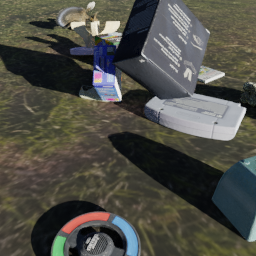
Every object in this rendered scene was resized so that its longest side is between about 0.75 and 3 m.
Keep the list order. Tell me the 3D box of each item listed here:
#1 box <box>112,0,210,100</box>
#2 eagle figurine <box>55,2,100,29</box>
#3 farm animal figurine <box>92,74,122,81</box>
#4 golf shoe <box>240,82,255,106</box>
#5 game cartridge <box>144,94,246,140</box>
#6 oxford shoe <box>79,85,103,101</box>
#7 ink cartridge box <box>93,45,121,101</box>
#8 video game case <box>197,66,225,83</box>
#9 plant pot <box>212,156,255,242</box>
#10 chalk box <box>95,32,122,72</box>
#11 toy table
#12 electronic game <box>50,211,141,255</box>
[{"bbox_3d":[1.044,-2.381,8.284,1.360,2.277,2.316,0,66,49],"label":"box"},{"bbox_3d":[-3.460,-7.604,19.456,2.643,2.005,1.995,10,53,7],"label":"eagle figurine"},{"bbox_3d":[-0.859,-2.376,12.020,0.994,0.619,1.231,-22,38,-31],"label":"farm animal figurine"},{"bbox_3d":[5.045,-0.906,9.410,1.254,1.010,2.579,-4,33,-17],"label":"golf shoe"},{"bbox_3d":[2.132,-0.500,9.129,2.928,0.608,1.950,17,40,25],"label":"game cartridge"},{"bbox_3d":[-1.076,-1.326,10.509,1.601,0.462,0.602,8,30,8],"label":"oxford shoe"},{"bbox_3d":[-0.673,-1.833,9.324,0.762,1.362,1.996,0,-12,3],"label":"ink cartridge box"},{"bbox_3d":[3.389,-2.405,12.517,1.362,0.150,1.241,-24,39,-32],"label":"video game case"},{"bbox_3d":[2.627,1.253,5.645,1.220,1.243,1.217,-12,35,-18],"label":"plant pot"},{"bbox_3d":[-0.412,-3.502,13.114,1.409,1.399,2.257,-19,37,-29],"label":"chalk box"},{"bbox_3d":[-1.706,-4.713,14.601,2.690,1.575,2.473,-7,23,-12],"label":"toy table"},{"bbox_3d":[-0.577,2.158,5.044,1.615,0.336,1.615,0,33,0],"label":"electronic game"}]
